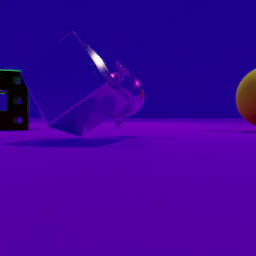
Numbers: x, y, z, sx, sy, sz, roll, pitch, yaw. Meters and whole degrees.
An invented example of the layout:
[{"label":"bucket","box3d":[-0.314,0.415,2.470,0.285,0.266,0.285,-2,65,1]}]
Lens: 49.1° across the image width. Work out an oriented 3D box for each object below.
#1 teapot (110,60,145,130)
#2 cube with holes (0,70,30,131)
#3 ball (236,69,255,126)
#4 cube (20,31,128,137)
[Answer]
[{"label":"teapot","box3d":[-0.120,-0.500,4.200,0.725,1.166,0.571,10,32,11]},{"label":"cube with holes","box3d":[-3.042,-0.621,6.634,1.310,1.310,1.310,-1,2,-18]},{"label":"ball","box3d":[2.835,-0.616,5.603,1.265,1.265,1.265,0,2,0]},{"label":"cube","box3d":[-0.644,-0.500,3.557,0.838,0.838,0.838,-35,-18,9]}]
